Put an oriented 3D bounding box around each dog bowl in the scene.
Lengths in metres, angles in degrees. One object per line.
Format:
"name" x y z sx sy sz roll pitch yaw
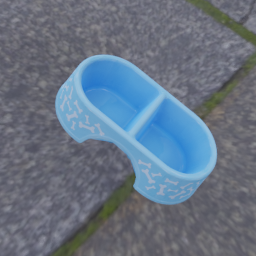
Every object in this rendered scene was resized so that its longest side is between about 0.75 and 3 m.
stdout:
"dog bowl" 0.177 -0.064 4.179 2.649 0.657 1.476 39 51 2
